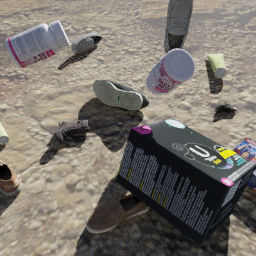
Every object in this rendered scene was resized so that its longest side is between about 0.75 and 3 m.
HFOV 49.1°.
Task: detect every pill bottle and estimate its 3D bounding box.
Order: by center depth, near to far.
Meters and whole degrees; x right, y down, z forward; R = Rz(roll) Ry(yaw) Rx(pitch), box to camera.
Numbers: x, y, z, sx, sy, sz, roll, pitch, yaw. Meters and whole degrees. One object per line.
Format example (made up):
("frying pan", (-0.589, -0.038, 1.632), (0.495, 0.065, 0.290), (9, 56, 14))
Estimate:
("pill bottle", (1.073, -1.431, 7.541), (0.848, 1.496, 0.848), (3, 79, -16))
("pill bottle", (-3.637, -3.443, 11.443), (2.277, 1.291, 1.291), (-24, 44, -1))

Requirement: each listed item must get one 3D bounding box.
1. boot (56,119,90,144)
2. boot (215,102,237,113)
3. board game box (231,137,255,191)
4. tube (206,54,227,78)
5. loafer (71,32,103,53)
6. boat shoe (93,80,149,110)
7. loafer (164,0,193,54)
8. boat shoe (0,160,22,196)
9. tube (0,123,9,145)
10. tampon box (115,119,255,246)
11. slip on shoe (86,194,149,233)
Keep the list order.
("boot", (-2.093, 0.078, 10.872), (1.229, 0.489, 1.412), (-2, 39, -1))
("boot", (4.202, -0.788, 12.009), (0.859, 0.333, 0.594), (-29, 54, -28))
("board game box", (4.592, 1.217, 9.486), (1.936, 0.598, 1.938), (-27, 48, -29))
("tube", (4.730, -3.453, 14.865), (0.688, 0.615, 2.370), (33, 35, -16))
("loafer", (-2.390, -5.017, 16.417), (0.855, 0.857, 2.450), (13, 42, 26))
("boat shoe", (-0.381, -1.465, 12.446), (2.821, 1.013, 0.954), (23, 22, 29))
("loafer", (1.926, -3.905, 10.626), (0.985, 2.816, 0.983), (0, 51, -1))
("boat shoe", (-4.251, 1.366, 9.188), (2.118, 0.760, 0.802), (27, 48, 27))
("tube", (-5.121, 0.087, 10.978), (1.605, 0.417, 0.466), (37, 14, 38))
("tampon box", (1.579, 1.261, 7.946), (2.968, 1.874, 2.224), (32, 27, 31))
("slip on shoe", (-0.275, 2.384, 8.143), (2.004, 0.607, 0.762), (-14, 43, -16))
